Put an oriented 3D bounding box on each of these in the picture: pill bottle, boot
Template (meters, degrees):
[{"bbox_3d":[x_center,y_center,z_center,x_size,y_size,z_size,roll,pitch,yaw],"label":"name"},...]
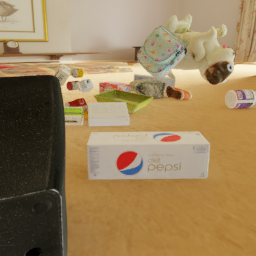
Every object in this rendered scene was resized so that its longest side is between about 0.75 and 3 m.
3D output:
[{"bbox_3d":[5.723,-1.455,13.865,1.582,0.881,0.881,-4,18,-14],"label":"pill bottle"},{"bbox_3d":[2.912,-2.007,16.232,0.923,0.646,1.722,-4,24,-29],"label":"boot"}]

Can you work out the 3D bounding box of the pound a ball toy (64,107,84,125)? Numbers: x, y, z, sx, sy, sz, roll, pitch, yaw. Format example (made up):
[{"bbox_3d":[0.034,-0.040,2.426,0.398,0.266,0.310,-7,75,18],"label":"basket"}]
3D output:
[{"bbox_3d":[-2.529,-0.283,10.823,1.506,0.640,0.982,0,43,-1],"label":"pound a ball toy"}]

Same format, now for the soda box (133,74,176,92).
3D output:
[{"bbox_3d":[1.682,-2.913,18.187,2.672,0.912,0.848,5,17,-4],"label":"soda box"}]

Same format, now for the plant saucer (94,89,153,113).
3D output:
[{"bbox_3d":[-0.186,-1.288,13.578,2.255,0.541,2.258,14,20,20],"label":"plant saucer"}]

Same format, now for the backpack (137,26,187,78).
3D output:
[{"bbox_3d":[0.923,-2.153,8.091,1.136,1.292,0.991,43,15,13],"label":"backpack"}]

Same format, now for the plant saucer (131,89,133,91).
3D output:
[{"bbox_3d":[0.073,-2.682,18.907,1.005,0.241,1.007,4,18,11],"label":"plant saucer"}]

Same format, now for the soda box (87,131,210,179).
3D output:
[{"bbox_3d":[0.474,0.653,7.010,2.904,0.925,0.989,0,17,-1],"label":"soda box"}]

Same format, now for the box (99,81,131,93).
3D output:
[{"bbox_3d":[-0.762,-2.179,16.212,1.822,0.862,0.935,16,23,42],"label":"box"}]

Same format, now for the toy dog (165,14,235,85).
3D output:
[{"bbox_3d":[2.298,-2.322,9.084,2.379,2.307,1.660,35,28,21],"label":"toy dog"}]

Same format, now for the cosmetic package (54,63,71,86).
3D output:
[{"bbox_3d":[-2.967,-2.407,12.560,0.538,0.637,1.232,31,16,-20],"label":"cosmetic package"}]

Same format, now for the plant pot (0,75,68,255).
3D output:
[{"bbox_3d":[-1.978,0.920,3.807,2.606,2.612,2.317,-7,30,-23],"label":"plant pot"}]

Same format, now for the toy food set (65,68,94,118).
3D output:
[{"bbox_3d":[-2.197,-1.404,12.343,1.127,2.505,1.196,-16,-14,-44],"label":"toy food set"}]

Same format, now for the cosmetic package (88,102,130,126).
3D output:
[{"bbox_3d":[-0.801,-0.567,11.228,1.586,0.410,1.196,-1,34,-8],"label":"cosmetic package"}]

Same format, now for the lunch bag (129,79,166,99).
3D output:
[{"bbox_3d":[1.057,-2.316,16.325,1.841,1.082,1.509,1,17,-14],"label":"lunch bag"}]
